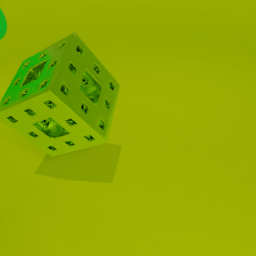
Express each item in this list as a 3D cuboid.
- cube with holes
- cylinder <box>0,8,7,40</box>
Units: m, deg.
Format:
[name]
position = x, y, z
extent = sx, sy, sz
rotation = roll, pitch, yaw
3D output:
[cube with holes]
position = -1.099, -0.488, 4.708
extent = 1.281, 1.281, 1.281
rotation = -15, 47, 31
[cylinder]
position = -3.659, -2.215, 6.183
extent = 1.367, 1.367, 1.367
rotation = -25, 18, 30
